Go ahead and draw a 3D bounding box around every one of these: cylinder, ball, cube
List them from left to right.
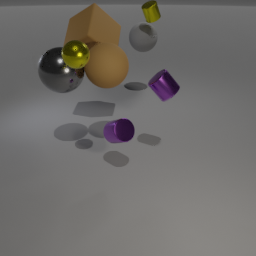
[{"bbox_3d":[-2.052,-1.776,8.652,1.400,1.400,1.400,0,27,0],"label":"ball"},{"bbox_3d":[-1.305,-1.837,7.007,0.700,0.700,0.700,0,27,0],"label":"ball"},{"bbox_3d":[-1.279,-3.285,10.144,1.400,1.400,1.400,-11,-27,40],"label":"cube"},{"bbox_3d":[-0.672,-1.943,8.755,1.400,1.400,1.400,0,27,0],"label":"ball"},{"bbox_3d":[-0.269,0.094,8.269,0.700,0.700,0.700,-18,5,-32],"label":"cylinder"},{"bbox_3d":[0.742,-4.431,13.679,1.400,1.400,1.400,0,27,0],"label":"ball"},{"bbox_3d":[1.032,-5.167,12.444,0.700,0.700,0.700,-15,44,15],"label":"cylinder"},{"bbox_3d":[1.071,-1.270,8.362,0.700,0.700,0.700,-39,18,15],"label":"cylinder"}]
